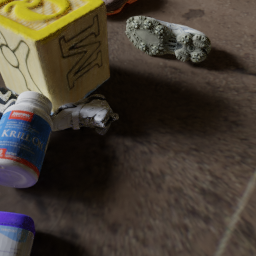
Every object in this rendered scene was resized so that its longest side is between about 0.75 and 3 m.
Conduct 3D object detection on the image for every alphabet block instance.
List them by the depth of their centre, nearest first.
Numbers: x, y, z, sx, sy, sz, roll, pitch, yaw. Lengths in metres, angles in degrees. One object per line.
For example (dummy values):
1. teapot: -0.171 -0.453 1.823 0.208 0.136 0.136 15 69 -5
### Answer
1. alphabet block: -2.093 -2.179 7.653 2.356 2.412 2.368 28 55 21

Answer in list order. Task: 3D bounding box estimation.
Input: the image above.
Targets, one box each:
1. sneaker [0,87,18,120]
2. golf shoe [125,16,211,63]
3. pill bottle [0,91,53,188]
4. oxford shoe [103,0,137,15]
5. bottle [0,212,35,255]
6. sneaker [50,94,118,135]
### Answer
1. sneaker: -3.788 -0.525 7.321 1.985 0.792 1.292 -21 51 -17
2. golf shoe: 1.382 -3.058 9.516 2.942 1.152 1.430 24 36 13
3. pill bottle: -2.384 0.192 6.369 1.164 1.164 2.074 2 54 2
4. oxford shoe: -0.507 -5.444 11.392 0.973 0.995 2.730 28 55 22
5. bottle: -2.257 2.604 4.619 0.972 0.760 2.327 10 49 -7
6. sneaker: -1.098 -0.226 7.145 1.718 0.645 0.987 -27 52 -26
